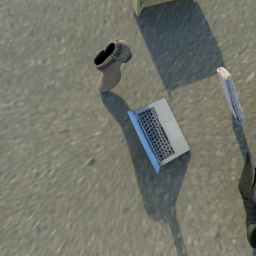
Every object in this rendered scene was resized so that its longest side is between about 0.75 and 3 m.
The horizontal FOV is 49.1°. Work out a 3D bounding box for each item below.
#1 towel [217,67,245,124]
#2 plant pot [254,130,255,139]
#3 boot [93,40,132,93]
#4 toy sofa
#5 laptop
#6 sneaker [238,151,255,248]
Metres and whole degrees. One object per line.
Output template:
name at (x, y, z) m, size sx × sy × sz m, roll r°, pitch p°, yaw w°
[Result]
towel at (2.482, -0.806, 6.794) m, size 0.200 × 1.188 × 1.244 m, roll -19°, pitch 105°, yaw 17°
plant pot at (4.176, -0.719, 6.426) m, size 2.218 × 2.218 × 2.084 m, roll 10°, pitch 77°, yaw 2°
boot at (-0.502, -1.498, 6.848) m, size 0.527 × 1.097 × 1.500 m, roll 44°, pitch 110°, yaw 15°
toy sofa at (0.972, -3.878, 7.668) m, size 1.902 × 0.788 × 0.928 m, roll -15°, pitch 71°, yaw -5°
laptop at (0.775, 0.105, 6.565) m, size 1.618 × 0.938 × 1.515 m, roll -25°, pitch 88°, yaw -25°
sneaker at (3.031, 1.686, 6.618) m, size 0.640 × 1.112 × 2.132 m, roll -5°, pitch 115°, yaw 1°
